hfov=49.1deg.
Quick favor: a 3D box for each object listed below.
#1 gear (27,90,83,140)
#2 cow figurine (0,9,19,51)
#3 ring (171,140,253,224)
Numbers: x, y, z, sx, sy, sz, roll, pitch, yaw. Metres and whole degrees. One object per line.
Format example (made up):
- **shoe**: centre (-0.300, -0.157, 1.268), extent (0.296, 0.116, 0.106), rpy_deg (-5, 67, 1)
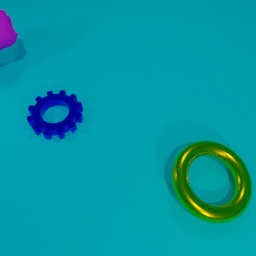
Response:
- **gear**: centre (-1.856, -0.361, 7.199), extent (1.387, 0.257, 1.387), rpy_deg (0, 58, 0)
- **cow figurine**: centre (-3.593, -2.114, 7.298), extent (1.583, 0.869, 1.558), rpy_deg (-16, 94, -6)
- **ring**: centre (1.809, 1.111, 6.023), extent (1.811, 0.362, 1.811), rpy_deg (4, 64, -9)
